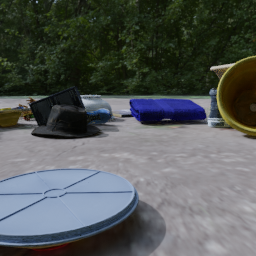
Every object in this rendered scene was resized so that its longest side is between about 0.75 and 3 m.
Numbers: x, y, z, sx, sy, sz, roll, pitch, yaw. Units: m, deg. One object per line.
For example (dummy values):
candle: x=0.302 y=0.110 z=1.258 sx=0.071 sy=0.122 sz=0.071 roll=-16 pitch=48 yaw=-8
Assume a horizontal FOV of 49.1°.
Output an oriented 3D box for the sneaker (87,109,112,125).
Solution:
sneaker: x=-1.292 y=-0.328 z=9.967 sx=1.466 sy=0.576 sz=0.654 roll=-7 pitch=13 yaw=13

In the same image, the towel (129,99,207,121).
towel: x=1.487 y=-0.651 z=11.036 sx=2.676 sy=0.663 sz=1.976 roll=-1 pitch=20 yaw=-10

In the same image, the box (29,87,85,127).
box: x=-2.379 y=-0.758 z=9.753 sx=1.565 sy=0.895 sz=1.719 roll=-22 pitch=10 yaw=-3

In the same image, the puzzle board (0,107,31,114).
puzzle board: x=-5.005 y=-0.447 z=9.964 sx=2.447 sy=0.213 sz=1.844 roll=-9 pitch=2 yaw=30

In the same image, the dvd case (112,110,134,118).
dvd case: x=-0.155 y=-0.738 z=13.800 sx=1.664 sy=0.179 sz=2.238 roll=-5 pitch=9 yaw=-30

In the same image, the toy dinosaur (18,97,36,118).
toy dinosaur: x=-3.991 y=-0.751 z=12.676 sx=2.787 sy=0.842 sz=1.481 roll=-9 pitch=35 yaw=-23

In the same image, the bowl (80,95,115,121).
bowl: x=-1.673 y=-0.860 z=11.768 sx=2.253 sy=1.013 sz=2.253 roll=-1 pitch=8 yaw=0

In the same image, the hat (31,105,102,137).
hat: x=-1.804 y=-0.254 z=8.140 sx=2.079 sy=0.839 sz=2.079 roll=0 pitch=9 yaw=0

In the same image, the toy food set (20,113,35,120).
toy food set: x=-4.027 y=-0.415 z=11.491 sx=0.763 sy=0.249 sz=0.449 roll=-5 pitch=-15 yaw=-41

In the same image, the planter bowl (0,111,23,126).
planter bowl: x=-4.081 y=-0.288 z=9.557 sx=1.001 sy=0.417 sz=1.001 roll=-10 pitch=3 yaw=1

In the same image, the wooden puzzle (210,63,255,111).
wooden puzzle: x=4.582 y=-1.267 z=9.476 sx=2.957 sy=0.685 sz=2.739 roll=44 pitch=-11 yaw=-21

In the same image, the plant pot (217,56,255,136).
plant pot: x=3.722 y=-0.767 z=8.159 sx=2.099 sy=2.099 sz=1.975 roll=3 pitch=-6 yaw=20

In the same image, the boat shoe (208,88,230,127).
boat shoe: x=3.645 y=-0.816 z=10.322 sx=1.012 sy=1.299 sz=2.861 roll=4 pitch=9 yaw=27

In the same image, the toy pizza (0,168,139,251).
toy pizza: x=-0.741 y=0.779 z=2.853 sx=1.708 sy=0.271 sz=1.708 roll=-1 pitch=9 yaw=0
